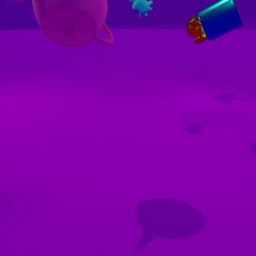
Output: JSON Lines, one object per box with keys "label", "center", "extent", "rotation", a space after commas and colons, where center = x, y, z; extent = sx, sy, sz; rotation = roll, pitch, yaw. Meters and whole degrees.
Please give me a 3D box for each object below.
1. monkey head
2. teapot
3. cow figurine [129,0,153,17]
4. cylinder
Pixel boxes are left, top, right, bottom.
{"label": "monkey head", "center": [3.034, -4.056, 11.276], "extent": [1.347, 1.129, 1.873], "rotation": [-12, 17, 31]}
{"label": "teapot", "center": [-0.884, -1.647, 4.046], "extent": [1.738, 0.851, 1.081], "rotation": [18, -29, -40]}
{"label": "cow figurine", "center": [0.321, -3.612, 7.813], "extent": [0.962, 0.537, 0.978], "rotation": [42, 39, -9]}
{"label": "cylinder", "center": [2.154, -2.573, 6.543], "extent": [0.797, 0.797, 0.797], "rotation": [-21, 11, 29]}
